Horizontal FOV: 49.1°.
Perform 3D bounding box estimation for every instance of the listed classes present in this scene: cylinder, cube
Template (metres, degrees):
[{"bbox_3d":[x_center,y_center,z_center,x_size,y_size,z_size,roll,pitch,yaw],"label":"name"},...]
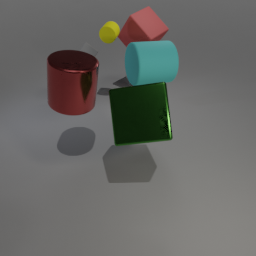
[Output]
[{"bbox_3d":[-1.578,-1.302,7.986,1.400,1.400,1.400,7,36,-5],"label":"cylinder"},{"bbox_3d":[0.665,-4.289,12.617,1.400,1.400,1.400,49,55,1],"label":"cube"},{"bbox_3d":[0.385,-0.315,7.314,1.400,1.400,1.400,-7,-2,8],"label":"cube"},{"bbox_3d":[-1.860,-3.480,12.950,0.700,0.700,0.700,33,9,-17],"label":"cube"},{"bbox_3d":[0.764,-2.187,9.434,1.400,1.400,1.400,-9,33,-18],"label":"cylinder"},{"bbox_3d":[-0.752,-3.911,11.451,0.700,0.700,0.700,7,38,10],"label":"cylinder"}]
